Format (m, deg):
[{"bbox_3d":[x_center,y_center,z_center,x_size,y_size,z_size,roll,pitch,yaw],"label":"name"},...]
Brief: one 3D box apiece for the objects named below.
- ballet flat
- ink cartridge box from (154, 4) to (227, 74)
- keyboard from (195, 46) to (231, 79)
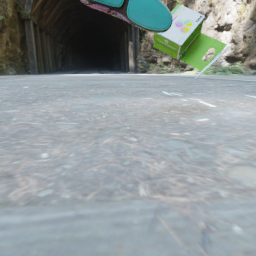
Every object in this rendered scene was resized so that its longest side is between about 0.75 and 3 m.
[{"bbox_3d":[-0.096,-3.409,7.794,2.765,0.956,0.984,16,10,-13],"label":"ballet flat"},{"bbox_3d":[2.388,-3.374,10.507,2.326,1.719,0.881,33,-19,17],"label":"ink cartridge box"},{"bbox_3d":[2.248,-1.727,7.478,1.224,0.065,0.344,-45,4,46],"label":"keyboard"}]
